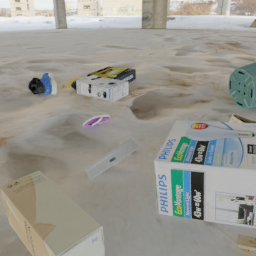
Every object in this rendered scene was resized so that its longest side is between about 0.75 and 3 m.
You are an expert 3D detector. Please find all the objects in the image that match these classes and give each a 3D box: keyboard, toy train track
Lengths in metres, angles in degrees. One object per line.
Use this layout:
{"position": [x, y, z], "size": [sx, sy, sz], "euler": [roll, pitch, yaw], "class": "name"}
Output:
{"position": [-0.462, 0.869, 7.995], "size": [1.662, 0.089, 0.468], "euler": [-33, 48, -3], "class": "keyboard"}
{"position": [3.323, 2.485, 5.329], "size": [2.334, 0.380, 1.339], "euler": [4, 32, 22], "class": "toy train track"}

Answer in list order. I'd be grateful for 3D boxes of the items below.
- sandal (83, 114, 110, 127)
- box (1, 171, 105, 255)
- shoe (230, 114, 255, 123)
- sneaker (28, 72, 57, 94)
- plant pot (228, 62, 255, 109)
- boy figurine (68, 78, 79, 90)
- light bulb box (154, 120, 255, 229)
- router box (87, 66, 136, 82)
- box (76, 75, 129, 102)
{"position": [-1.186, -0.257, 11.055], "size": [1.250, 0.509, 0.307], "euler": [-21, 65, -34], "class": "sandal"}
{"position": [-1.535, 1.935, 5.550], "size": [0.927, 1.133, 2.386], "euler": [-22, 31, -37], "class": "box"}
{"position": [4.607, 0.136, 9.937], "size": [0.842, 0.642, 2.407], "euler": [-16, 29, -30], "class": "shoe"}
{"position": [-4.742, -2.451, 15.156], "size": [1.316, 0.908, 2.365], "euler": [-3, 30, -27], "class": "sneaker"}
{"position": [6.184, -2.055, 12.838], "size": [2.463, 2.515, 2.515], "euler": [-15, 28, -12], "class": "plant pot"}
{"position": [-3.033, -2.444, 15.570], "size": [0.873, 0.452, 1.404], "euler": [-47, 26, -6], "class": "boy figurine"}
{"position": [2.124, 0.953, 6.876], "size": [2.438, 1.521, 2.417], "euler": [3, 24, 20], "class": "light bulb box"}
{"position": [-0.926, -3.048, 16.718], "size": [1.969, 0.654, 2.504], "euler": [11, 27, 23], "class": "router box"}
{"position": [-1.346, -2.110, 14.636], "size": [2.436, 0.732, 1.421], "euler": [16, 29, 31], "class": "box"}
